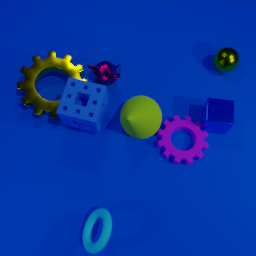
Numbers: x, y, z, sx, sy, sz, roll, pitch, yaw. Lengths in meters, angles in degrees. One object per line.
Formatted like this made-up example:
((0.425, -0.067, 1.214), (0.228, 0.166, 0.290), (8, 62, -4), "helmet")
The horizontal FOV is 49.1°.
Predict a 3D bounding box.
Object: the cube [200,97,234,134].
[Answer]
((2.558, -0.341, 8.056), (0.760, 0.760, 0.760), (8, 69, 5), "cube")

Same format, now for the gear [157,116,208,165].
((1.563, 0.342, 8.067), (1.415, 0.262, 1.415), (0, 68, 0), "gear")

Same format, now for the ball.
((3.075, -2.139, 8.763), (0.793, 0.793, 0.793), (0, 68, 0), "ball")

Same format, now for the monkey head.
((-0.611, -1.734, 8.559), (1.214, 0.873, 0.732), (-11, 89, -36), "monkey head")

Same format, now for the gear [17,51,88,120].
((-2.224, -1.268, 8.404), (2.014, 0.373, 2.014), (2, 79, -8), "gear")

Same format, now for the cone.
((0.174, -0.270, 7.528), (1.250, 1.255, 1.250), (1, 94, 18), "cone")

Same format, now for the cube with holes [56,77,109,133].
((-1.182, -0.591, 7.594), (1.023, 1.023, 1.023), (14, 74, 3), "cube with holes")

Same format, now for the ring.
((-0.758, 2.487, 6.817), (0.212, 1.059, 1.059), (29, 65, -30), "ring")
